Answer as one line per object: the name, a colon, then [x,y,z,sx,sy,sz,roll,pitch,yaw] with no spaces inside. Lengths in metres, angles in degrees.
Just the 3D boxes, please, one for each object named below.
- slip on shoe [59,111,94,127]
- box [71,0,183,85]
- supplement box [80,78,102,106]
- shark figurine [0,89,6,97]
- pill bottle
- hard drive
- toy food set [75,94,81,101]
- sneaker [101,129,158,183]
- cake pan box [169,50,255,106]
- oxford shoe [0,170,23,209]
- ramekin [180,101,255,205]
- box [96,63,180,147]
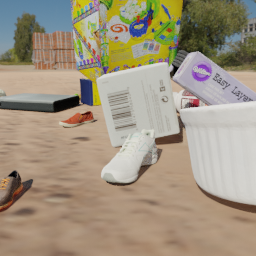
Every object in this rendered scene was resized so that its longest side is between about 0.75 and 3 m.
slip on shoe: [-1.485,-0.264,8.116,0.438,0.362,1.184,15,21,41]
box: [-0.023,-3.185,8.845,2.982,2.873,1.819,-18,38,-29]
supplement box: [-0.966,-1.635,12.174,1.994,1.085,1.092,-8,16,-30]
shark figurine: [-5.623,-1.335,12.073,1.802,0.752,1.077,-3,46,22]
pill bottle: [2.196,-0.872,9.573,1.489,0.841,0.841,9,16,29]
hard drive: [-3.541,-1.029,11.063,2.702,0.444,1.886,5,15,19]
toy food set: [-2.064,-1.494,13.279,1.477,0.296,1.019,1,14,2]
sneaker: [0.041,0.429,4.707,0.567,0.647,1.614,8,17,25]
cake pan box: [2.128,-0.667,6.230,2.831,0.741,2.608,33,11,-4]
oxford shoe: [-1.673,0.826,3.757,0.294,0.300,0.824,0,14,-2]
ramekin: [1.942,0.197,3.816,2.352,1.147,2.352,-6,4,0]
box: [0.239,-0.585,6.399,1.548,1.540,1.326,-12,13,3]
